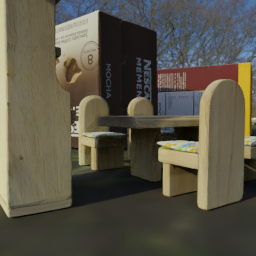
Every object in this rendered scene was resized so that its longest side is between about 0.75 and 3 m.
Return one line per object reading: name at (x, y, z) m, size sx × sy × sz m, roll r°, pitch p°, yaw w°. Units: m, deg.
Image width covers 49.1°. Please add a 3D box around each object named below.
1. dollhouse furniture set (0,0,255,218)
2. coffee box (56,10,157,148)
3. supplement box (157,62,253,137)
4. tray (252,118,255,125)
dollhouse furniture set at (0.005, -0.169, 1.668) m, size 1.458 × 0.968 × 1.278 m, roll -2°, pitch 3°, yaw -33°
coffee box at (-0.930, -0.535, 4.062) m, size 2.634 × 1.489 × 1.051 m, roll 3°, pitch 4°, yaw 41°
supplement box at (1.482, -0.484, 5.647) m, size 1.863 × 1.237 × 1.838 m, roll 1°, pitch 3°, yaw 25°
tray at (4.901, -0.315, 12.568) m, size 1.338 × 0.276 × 2.492 m, roll 1°, pitch 3°, yaw 5°
